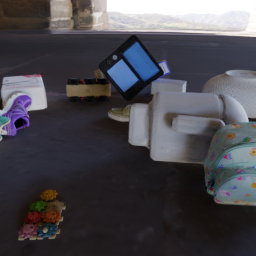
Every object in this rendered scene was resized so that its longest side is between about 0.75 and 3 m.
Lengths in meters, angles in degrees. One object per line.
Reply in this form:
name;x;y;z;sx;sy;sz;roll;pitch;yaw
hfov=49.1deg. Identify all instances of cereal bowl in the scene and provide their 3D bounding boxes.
cereal bowl;4.283;-1.447;10.549;2.915;1.214;2.915;0;24;0

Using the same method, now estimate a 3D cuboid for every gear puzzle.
gear puzzle;-1.516;1.503;5.143;0.675;0.171;1.302;-1;24;-3

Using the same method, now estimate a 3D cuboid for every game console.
game console;0.071;-1.570;7.533;1.160;1.319;0.768;-42;11;-10

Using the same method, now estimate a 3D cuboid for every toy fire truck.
toy fire truck;-1.562;-1.790;11.552;1.703;1.245;1.935;-2;13;-2

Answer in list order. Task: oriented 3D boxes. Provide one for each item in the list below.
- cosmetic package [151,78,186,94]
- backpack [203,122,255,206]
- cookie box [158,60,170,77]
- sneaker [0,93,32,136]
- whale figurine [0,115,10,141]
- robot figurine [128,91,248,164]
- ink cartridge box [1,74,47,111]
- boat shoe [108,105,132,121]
cosmetic package;1.745;-1.727;11.946;1.375;0.620;0.734;13;27;21
backpack;2.191;0.692;5.241;1.379;1.569;1.203;4;38;5
cookie box;0.814;-2.322;12.202;1.648;0.619;1.410;-25;13;-6
sneaker;-3.474;-0.354;8.865;0.907;0.877;2.175;14;32;-5
whale figurine;-3.760;0.056;7.359;1.052;0.686;1.323;19;55;24
robot figurine;1.507;-0.005;6.694;2.954;1.668;2.505;3;2;6
ink cartridge box;-4.002;-1.387;10.818;1.508;0.852;2.059;-8;25;-18
boat shoe;0.129;-0.519;9.287;1.641;0.509;0.591;7;25;15
